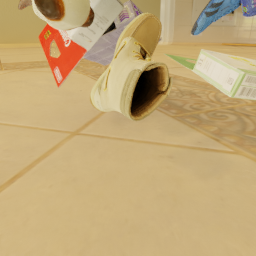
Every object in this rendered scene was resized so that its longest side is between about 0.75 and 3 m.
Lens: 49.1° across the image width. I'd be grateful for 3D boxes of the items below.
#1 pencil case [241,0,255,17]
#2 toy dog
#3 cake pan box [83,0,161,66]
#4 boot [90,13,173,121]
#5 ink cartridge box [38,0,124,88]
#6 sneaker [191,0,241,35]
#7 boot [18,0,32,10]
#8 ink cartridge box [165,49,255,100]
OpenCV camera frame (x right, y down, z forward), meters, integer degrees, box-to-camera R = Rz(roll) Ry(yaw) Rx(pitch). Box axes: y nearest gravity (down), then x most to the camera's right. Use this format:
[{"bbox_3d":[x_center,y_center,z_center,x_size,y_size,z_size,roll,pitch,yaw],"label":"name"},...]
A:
[{"bbox_3d":[3.418,-3.949,7.738,0.695,1.601,0.625,-29,33,-8],"label":"pencil case"},{"bbox_3d":[-1.021,-2.571,4.520,1.852,1.910,1.333,8,10,23],"label":"toy dog"},{"bbox_3d":[-0.432,-2.957,9.221,2.407,0.684,2.614,-21,-6,23],"label":"cake pan box"},{"bbox_3d":[0.208,-0.919,3.921,0.624,1.715,1.333,36,-6,-28],"label":"boot"},{"bbox_3d":[-1.528,-2.718,6.926,0.603,2.402,2.768,27,24,-45],"label":"ink cartridge box"},{"bbox_3d":[3.002,-3.836,8.861,0.951,2.427,0.800,37,29,-4],"label":"sneaker"},{"bbox_3d":[-2.770,-3.729,8.255,0.608,0.832,0.292,22,-16,6],"label":"boot"},{"bbox_3d":[2.355,-1.479,6.752,1.934,0.637,2.657,1,33,-29],"label":"ink cartridge box"}]
